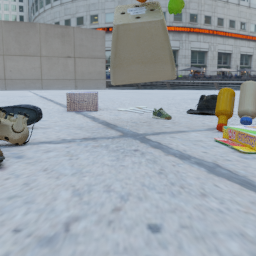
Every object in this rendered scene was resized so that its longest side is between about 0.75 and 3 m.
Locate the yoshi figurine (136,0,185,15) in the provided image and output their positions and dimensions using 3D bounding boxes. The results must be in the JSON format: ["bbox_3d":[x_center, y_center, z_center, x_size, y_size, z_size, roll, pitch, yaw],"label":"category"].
[{"bbox_3d":[1.455,-3.629,6.843,2.601,1.462,1.457,13,35,36],"label":"yoshi figurine"}]

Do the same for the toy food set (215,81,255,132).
[{"bbox_3d":[3.676,-0.336,7.080,2.695,1.213,1.286,16,-24,3],"label":"toy food set"}]

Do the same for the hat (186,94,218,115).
[{"bbox_3d":[3.409,-1.014,11.686,2.004,0.808,2.004,1,10,0],"label":"hat"}]

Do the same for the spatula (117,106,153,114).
[{"bbox_3d":[0.540,-0.833,12.576,1.378,0.159,1.982,-5,10,-32],"label":"spatula"}]

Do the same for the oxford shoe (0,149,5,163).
[{"bbox_3d":[-2.375,0.277,4.531,0.486,0.565,1.338,-6,12,-43],"label":"oxford shoe"}]

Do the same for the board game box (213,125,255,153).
[{"bbox_3d":[3.349,0.178,5.809,2.809,0.421,1.342,-4,9,-8],"label":"board game box"}]

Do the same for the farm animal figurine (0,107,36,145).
[{"bbox_3d":[-2.945,-0.022,5.930,1.358,0.846,1.682,17,-8,-43],"label":"farm animal figurine"}]

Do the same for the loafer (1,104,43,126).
[{"bbox_3d":[-3.345,-0.289,7.816,1.941,0.659,0.681,-3,11,11],"label":"loafer"}]

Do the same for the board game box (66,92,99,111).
[{"bbox_3d":[-2.070,-1.260,13.017,1.373,0.834,1.723,-1,9,-5],"label":"board game box"}]

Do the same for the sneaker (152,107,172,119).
[{"bbox_3d":[1.189,-0.530,9.945,0.294,0.394,0.877,-8,12,-39],"label":"sneaker"}]

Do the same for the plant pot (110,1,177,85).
[{"bbox_3d":[0.338,-2.452,7.820,1.830,1.622,1.832,-5,44,5],"label":"plant pot"}]
